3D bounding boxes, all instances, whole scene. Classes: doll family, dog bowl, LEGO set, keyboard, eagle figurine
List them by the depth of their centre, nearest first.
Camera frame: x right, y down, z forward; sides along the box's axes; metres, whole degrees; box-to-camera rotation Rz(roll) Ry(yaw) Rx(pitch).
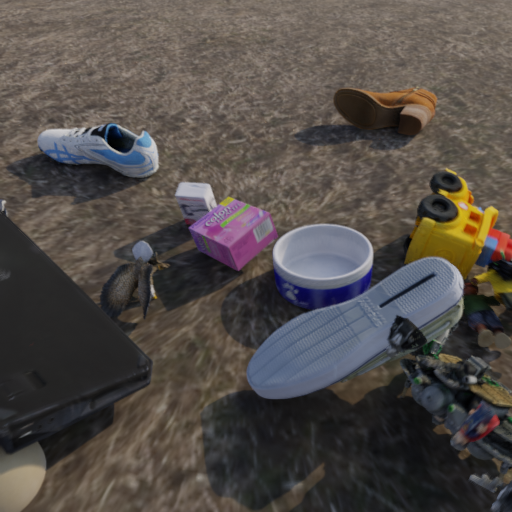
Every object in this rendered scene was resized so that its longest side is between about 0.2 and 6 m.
[{"bbox_3d":[2.236,1.764,5.731,2.566,1.120,3.952,35,16,13],"label":"LEGO set"},{"bbox_3d":[-4.132,0.519,7.314,5.614,1.112,2.922,36,29,29],"label":"keyboard"},{"bbox_3d":[4.033,0.525,8.067,2.477,0.972,1.432,4,33,-4],"label":"doll family"},{"bbox_3d":[-1.741,0.409,8.332,0.807,0.811,1.069,37,43,-4],"label":"eagle figurine"},{"bbox_3d":[1.023,0.147,8.655,1.514,0.596,1.514,-4,35,3],"label":"dog bowl"}]

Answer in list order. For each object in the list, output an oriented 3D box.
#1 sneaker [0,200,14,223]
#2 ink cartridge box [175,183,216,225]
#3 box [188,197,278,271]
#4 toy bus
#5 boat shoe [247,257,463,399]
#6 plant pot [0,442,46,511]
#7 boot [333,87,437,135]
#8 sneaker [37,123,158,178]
[{"bbox_3d":[-4.877,-0.319,9.238,1.448,0.762,2.004,0,36,5],"label":"sneaker"},{"bbox_3d":[-1.034,-0.901,9.900,0.567,0.783,0.330,5,54,16],"label":"ink cartridge box"},{"bbox_3d":[-0.378,-0.386,9.193,0.946,0.520,1.075,-40,41,-23],"label":"box"},{"bbox_3d":[3.367,-0.453,9.065,1.600,1.131,1.666,21,49,16],"label":"toy bus"},{"bbox_3d":[1.271,1.069,6.838,2.846,0.883,1.024,-28,37,7],"label":"boat shoe"},{"bbox_3d":[-2.920,2.156,5.943,1.170,0.785,1.170,1,37,0],"label":"plant pot"},{"bbox_3d":[3.236,-3.809,13.751,2.346,0.900,1.821,17,41,20],"label":"boot"},{"bbox_3d":[-3.356,-2.392,11.789,2.891,1.048,1.039,13,40,19],"label":"sneaker"}]
